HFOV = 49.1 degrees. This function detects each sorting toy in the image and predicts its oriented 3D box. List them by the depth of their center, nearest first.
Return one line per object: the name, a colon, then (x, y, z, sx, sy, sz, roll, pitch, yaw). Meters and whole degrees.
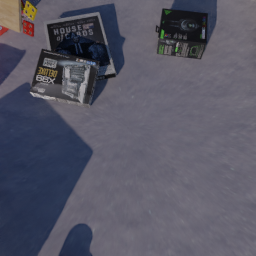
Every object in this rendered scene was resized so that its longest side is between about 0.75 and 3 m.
sorting toy: (-2.157, -2.213, 5.205, 1.421, 0.685, 0.240, 25, 36, 19)

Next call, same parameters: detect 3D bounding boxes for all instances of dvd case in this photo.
dvd case: (-1.416, -2.287, 8.038, 1.730, 0.285, 2.302, -12, 67, -6)

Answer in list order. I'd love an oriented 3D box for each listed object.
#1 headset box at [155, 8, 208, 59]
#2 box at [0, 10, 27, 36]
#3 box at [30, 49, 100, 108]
headset box: (1.510, -2.751, 8.137, 1.437, 0.667, 1.251, 9, 62, 5)
box: (-4.598, -3.286, 8.041, 1.441, 1.329, 2.809, 35, 67, 17)
box: (-1.603, -1.270, 7.230, 1.529, 0.381, 1.206, 13, 79, -2)
